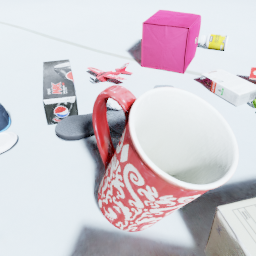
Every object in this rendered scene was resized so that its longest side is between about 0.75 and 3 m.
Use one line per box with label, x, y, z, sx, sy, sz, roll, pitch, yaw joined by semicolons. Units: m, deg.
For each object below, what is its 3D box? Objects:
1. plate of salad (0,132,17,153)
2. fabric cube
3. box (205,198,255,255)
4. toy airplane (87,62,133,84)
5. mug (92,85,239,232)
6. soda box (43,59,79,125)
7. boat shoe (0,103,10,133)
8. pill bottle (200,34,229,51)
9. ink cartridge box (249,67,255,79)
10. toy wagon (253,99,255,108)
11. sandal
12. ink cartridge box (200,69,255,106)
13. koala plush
plate of salad;-3.531;0.460;7.633;1.067;0.256;1.067;-9;35;6
fabric cube;1.840;-3.727;11.963;1.998;1.960;1.992;15;38;18
box;2.765;2.027;4.521;2.457;1.339;1.571;-9;37;-12
toy airplane;-0.649;-2.178;11.170;2.032;0.374;2.032;-2;33;1
mug;0.351;0.552;5.073;1.715;2.570;2.282;-7;58;-26
soda box;-2.326;-1.331;9.520;1.045;0.935;2.952;-8;37;-11
boat shoe;-4.740;-0.046;7.744;1.136;0.927;2.700;29;45;34
pill bottle;4.209;-4.216;13.704;1.266;0.709;0.709;12;38;17
ink cartridge box;5.354;-1.588;10.116;1.919;0.645;1.115;15;38;19
toy wagon;4.934;-0.641;8.887;1.391;0.355;1.793;-14;38;4
sandal;-1.027;-0.061;8.256;2.332;0.499;0.887;-19;46;-39
ink cartridge box;3.631;-1.524;10.183;1.059;0.489;1.943;-19;39;-24
koala plush;0.235;-0.212;7.490;1.850;1.640;1.700;11;48;8
